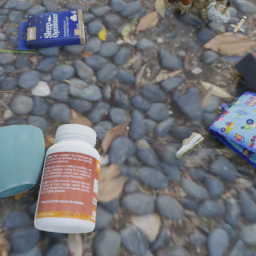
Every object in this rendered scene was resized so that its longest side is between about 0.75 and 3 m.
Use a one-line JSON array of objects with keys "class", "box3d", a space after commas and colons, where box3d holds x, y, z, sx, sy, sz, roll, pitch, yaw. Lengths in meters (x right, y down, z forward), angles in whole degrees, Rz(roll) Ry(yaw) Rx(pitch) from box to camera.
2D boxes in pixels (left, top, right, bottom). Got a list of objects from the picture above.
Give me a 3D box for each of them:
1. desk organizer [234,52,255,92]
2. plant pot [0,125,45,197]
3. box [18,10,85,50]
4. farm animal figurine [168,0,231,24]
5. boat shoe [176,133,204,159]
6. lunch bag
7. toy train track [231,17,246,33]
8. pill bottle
[{"class": "desk organizer", "box3d": [4.789, -1.700, 9.942, 0.783, 0.730, 2.035, -20, 72, -52]}, {"class": "plant pot", "box3d": [-3.258, 1.043, 7.724, 2.148, 2.148, 1.447, -19, 73, -9]}, {"class": "box", "box3d": [-3.142, -3.993, 11.362, 2.669, 0.432, 1.617, -8, 63, -2]}, {"class": "farm animal figurine", "box3d": [2.831, -5.575, 11.659, 2.945, 1.553, 2.978, 20, 57, -3]}, {"class": "boat shoe", "box3d": [1.927, 0.568, 9.060, 1.146, 0.428, 0.392, -33, 62, -23]}, {"class": "lunch bag", "box3d": [4.086, -0.033, 8.989, 1.973, 1.233, 2.620, -43, 61, -13]}, {"class": "toy train track", "box3d": [4.685, -4.352, 11.680, 0.595, 0.169, 1.038, 32, 67, 15]}, {"class": "pill bottle", "box3d": [-1.613, 1.407, 7.937, 1.588, 1.588, 2.832, 2, 64, 1]}]
